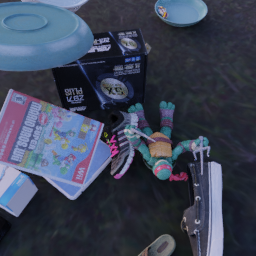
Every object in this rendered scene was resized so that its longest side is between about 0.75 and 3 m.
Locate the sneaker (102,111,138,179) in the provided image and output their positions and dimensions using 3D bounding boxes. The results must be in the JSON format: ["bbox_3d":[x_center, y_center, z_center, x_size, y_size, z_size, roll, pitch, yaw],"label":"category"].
[{"bbox_3d":[-0.312,0.348,7.423,0.875,0.738,2.001,22,57,-19],"label":"sneaker"}]

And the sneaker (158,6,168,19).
[{"bbox_3d":[1.378,-4.620,11.245,0.349,0.290,0.775,15,41,-24],"label":"sneaker"}]

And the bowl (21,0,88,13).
[{"bbox_3d":[-2.254,-4.026,7.960,2.392,1.075,2.392,11,64,-23],"label":"bowl"}]

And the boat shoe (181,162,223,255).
[{"bbox_3d":[1.645,2.061,6.355,0.847,1.026,2.991,6,49,11],"label":"boat shoe"}]

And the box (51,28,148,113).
[{"bbox_3d":[-0.804,-1.592,8.174,2.546,2.085,1.096,-8,56,-6],"label":"box"}]

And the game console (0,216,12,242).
[{"bbox_3d":[-3.653,2.301,6.606,1.608,0.194,0.949,25,58,15],"label":"game console"}]

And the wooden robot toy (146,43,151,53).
[{"bbox_3d":[0.081,-2.492,9.863,1.565,0.689,0.710,-40,29,-24],"label":"wooden robot toy"}]

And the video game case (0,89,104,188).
[{"bbox_3d":[-1.640,0.245,5.709,2.017,0.176,1.442,21,79,-18],"label":"video game case"}]

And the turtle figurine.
[{"bbox_3d":[0.812,0.360,7.254,2.046,1.376,2.733,9,36,-14],"label":"turtle figurine"}]

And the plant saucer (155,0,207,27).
[{"bbox_3d":[2.136,-4.731,11.411,2.099,0.377,2.099,-1,54,1],"label":"plant saucer"}]

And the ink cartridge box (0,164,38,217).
[{"bbox_3d":[-2.987,1.434,6.817,1.122,0.823,0.819,24,59,15],"label":"ink cartridge box"}]

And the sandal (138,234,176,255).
[{"bbox_3d":[0.494,2.852,6.081,0.562,0.404,1.415,36,62,22],"label":"sandal"}]

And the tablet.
[{"bbox_3d":[-1.904,0.562,7.817,2.746,0.187,1.787,32,61,21],"label":"tablet"}]

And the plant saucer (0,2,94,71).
[{"bbox_3d":[-1.959,-1.913,5.405,2.592,0.355,2.592,4,41,-4],"label":"plant saucer"}]
